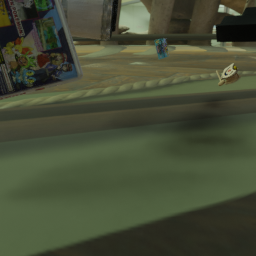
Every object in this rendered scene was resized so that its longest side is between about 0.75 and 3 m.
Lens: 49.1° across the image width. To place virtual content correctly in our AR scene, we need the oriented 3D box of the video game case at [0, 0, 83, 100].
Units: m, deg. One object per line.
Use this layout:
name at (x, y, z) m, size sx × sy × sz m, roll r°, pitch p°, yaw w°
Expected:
video game case at (-2.506, -1.965, 4.988) m, size 2.675 × 2.936 × 0.337 m, roll -17°, pitch 1°, yaw -15°

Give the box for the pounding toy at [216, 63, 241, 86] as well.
pounding toy at (2.702, -1.484, 7.492) m, size 0.481 × 0.482 × 0.841 m, roll -26°, pitch 24°, yaw 49°

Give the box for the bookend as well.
bookend at (3.203, -2.936, 7.882) m, size 1.138 × 0.524 × 1.131 m, roll 10°, pitch 49°, yaw 31°

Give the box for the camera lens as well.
camera lens at (-1.094, -2.827, 6.528) m, size 1.709 × 1.367 × 1.367 m, roll 6°, pitch 19°, yaw -4°

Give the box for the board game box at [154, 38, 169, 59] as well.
board game box at (1.241, -2.886, 10.167) m, size 0.210 × 0.675 × 0.895 m, roll -10°, pitch 15°, yaw 24°
